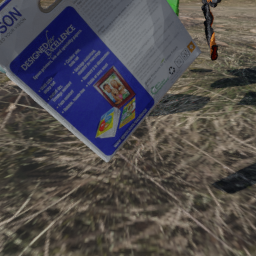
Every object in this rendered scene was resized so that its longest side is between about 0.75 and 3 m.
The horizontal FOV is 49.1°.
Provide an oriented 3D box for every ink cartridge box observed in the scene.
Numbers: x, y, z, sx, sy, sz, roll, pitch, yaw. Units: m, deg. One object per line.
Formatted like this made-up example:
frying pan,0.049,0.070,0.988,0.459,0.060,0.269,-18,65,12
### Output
ink cartridge box,-0.377,-1.162,4.033,2.408,2.436,0.573,-49,25,-9

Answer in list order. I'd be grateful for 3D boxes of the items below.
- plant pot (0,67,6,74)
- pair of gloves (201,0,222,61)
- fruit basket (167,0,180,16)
plant pot,-2.661,-2.289,6.941,1.738,1.164,1.738,15,52,-20
pair of gloves,2.534,-3.758,8.548,0.336,2.714,2.418,-7,55,12
fruit basket,0.745,-3.647,9.292,1.761,2.441,2.441,19,26,-12
